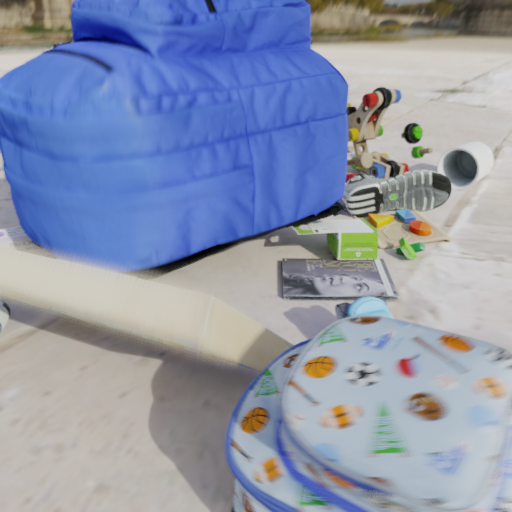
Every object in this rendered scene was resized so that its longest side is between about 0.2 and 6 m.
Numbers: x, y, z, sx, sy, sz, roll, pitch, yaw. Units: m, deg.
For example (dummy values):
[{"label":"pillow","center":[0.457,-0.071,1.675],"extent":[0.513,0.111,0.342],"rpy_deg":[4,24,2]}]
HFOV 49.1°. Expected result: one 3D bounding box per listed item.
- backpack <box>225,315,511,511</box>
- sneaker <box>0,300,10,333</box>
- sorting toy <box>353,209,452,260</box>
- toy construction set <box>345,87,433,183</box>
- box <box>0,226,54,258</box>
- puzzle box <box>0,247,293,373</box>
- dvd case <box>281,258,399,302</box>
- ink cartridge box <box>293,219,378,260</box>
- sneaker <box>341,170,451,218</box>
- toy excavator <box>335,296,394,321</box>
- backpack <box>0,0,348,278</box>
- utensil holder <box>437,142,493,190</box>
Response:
[{"label":"backpack","center":[0.954,1.663,4.592],"extent":[2.388,1.931,2.507],"rpy_deg":[6,26,31]},{"label":"sneaker","center":[-4.540,0.842,7.556],"extent":[2.373,0.867,0.840],"rpy_deg":[9,16,-1]},{"label":"sorting toy","center":[2.896,-0.459,10.709],"extent":[1.545,0.308,2.090],"rpy_deg":[-4,25,-9]},{"label":"toy construction set","center":[2.531,-2.779,14.285],"extent":[2.815,2.347,2.163],"rpy_deg":[-42,24,-24]},{"label":"box","center":[-3.432,-0.361,10.240],"extent":[2.738,0.567,0.530],"rpy_deg":[-13,32,-27]},{"label":"puzzle box","center":[-1.606,0.610,6.490],"extent":[3.683,0.468,2.450],"rpy_deg":[11,-14,25]},{"label":"dvd case","center":[1.315,0.366,9.175],"extent":[1.773,0.142,1.318],"rpy_deg":[1,25,1]},{"label":"ink cartridge box","center":[1.355,-0.294,9.951],"extent":[1.383,0.524,1.022],"rpy_deg":[-2,16,-3]},{"label":"sneaker","center":[2.927,-1.533,12.319],"extent":[2.431,0.912,1.404],"rpy_deg":[-7,24,-12]},{"label":"toy excavator","center":[1.497,1.121,6.740],"extent":[0.629,1.224,1.259],"rpy_deg":[-9,2,-11]},{"label":"backpack","center":[-1.572,-2.161,9.004],"extent":[4.961,4.163,4.031],"rpy_deg":[-26,30,-33]},{"label":"utensil holder","center":[5.107,-2.221,13.627],"extent":[1.016,1.016,1.196],"rpy_deg":[18,29,33]}]
